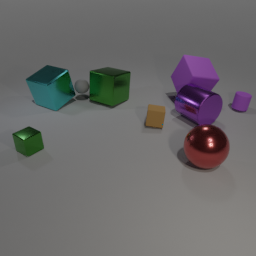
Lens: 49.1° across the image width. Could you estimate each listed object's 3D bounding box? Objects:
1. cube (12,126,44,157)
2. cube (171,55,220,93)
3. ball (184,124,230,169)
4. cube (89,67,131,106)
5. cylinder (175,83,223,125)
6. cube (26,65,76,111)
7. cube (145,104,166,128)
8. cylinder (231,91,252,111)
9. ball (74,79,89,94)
[{"bbox_3d":[-3.455,0.460,9.714,0.700,0.700,0.700,20,35,33],"label":"cube"},{"bbox_3d":[3.021,-2.290,12.808,1.400,1.400,1.400,2,54,-21],"label":"cube"},{"bbox_3d":[2.458,0.574,8.801,1.400,1.400,1.400,0,29,0],"label":"ball"},{"bbox_3d":[-0.856,-2.000,13.234,1.400,1.400,1.400,18,27,29],"label":"cube"},{"bbox_3d":[2.886,-0.973,11.536,1.400,1.400,1.400,-17,34,-28],"label":"cylinder"},{"bbox_3d":[-3.505,-1.862,12.849,1.400,1.400,1.400,18,48,29],"label":"cube"},{"bbox_3d":[1.106,-0.485,11.272,0.700,0.700,0.700,8,24,3],"label":"cube"},{"bbox_3d":[5.084,-1.200,12.537,0.700,0.700,0.700,7,27,-4],"label":"cylinder"},{"bbox_3d":[-2.195,-1.983,13.326,0.700,0.700,0.700,0,29,0],"label":"ball"}]
